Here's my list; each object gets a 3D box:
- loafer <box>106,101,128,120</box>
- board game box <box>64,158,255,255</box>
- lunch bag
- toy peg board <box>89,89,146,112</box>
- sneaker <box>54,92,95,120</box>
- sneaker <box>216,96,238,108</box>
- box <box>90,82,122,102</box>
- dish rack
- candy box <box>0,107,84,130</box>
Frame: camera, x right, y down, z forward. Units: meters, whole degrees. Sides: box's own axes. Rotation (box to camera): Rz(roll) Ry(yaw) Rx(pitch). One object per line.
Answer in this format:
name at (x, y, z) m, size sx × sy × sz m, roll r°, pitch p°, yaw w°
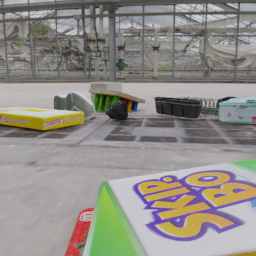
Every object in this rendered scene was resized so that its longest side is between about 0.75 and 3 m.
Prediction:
loafer at (-0.322, -0.515, 8.291) m, size 0.569 × 0.550 × 1.621 m, roll -14°, pitch 1°, yaw 5°
board game box at (0.850, 0.626, 2.117) m, size 2.729 × 0.409 × 1.303 m, roll -11°, pitch 11°, yaw 2°
lunch bag at (3.541, -0.562, 8.350) m, size 1.418 × 0.681 × 1.768 m, roll 9°, pitch 14°, yaw 38°
toy peg board at (-0.466, -0.892, 10.471) m, size 1.562 × 0.764 × 1.555 m, roll 12°, pitch 0°, yaw 42°
sneaker at (-1.563, -0.742, 8.934) m, size 0.960 × 0.842 × 2.395 m, roll -4°, pitch 11°, yaw -34°
sneaker at (4.026, -0.761, 9.647) m, size 1.921 × 0.577 × 1.002 m, roll 7°, pitch 8°, yaw 19°
box at (-1.062, -1.720, 13.497) m, size 0.858 × 1.007 × 1.575 m, roll -8°, pitch 14°, yaw -36°
dish rack at (2.238, -0.733, 9.394) m, size 2.369 × 0.646 × 1.817 m, roll -8°, pitch 14°, yaw -38°
candy box at (-2.749, -0.318, 7.856) m, size 2.830 × 0.374 × 1.446 m, roll 7°, pitch 14°, yaw 34°
